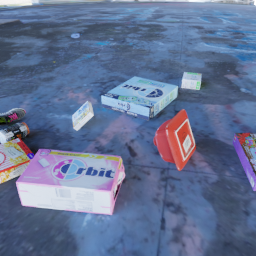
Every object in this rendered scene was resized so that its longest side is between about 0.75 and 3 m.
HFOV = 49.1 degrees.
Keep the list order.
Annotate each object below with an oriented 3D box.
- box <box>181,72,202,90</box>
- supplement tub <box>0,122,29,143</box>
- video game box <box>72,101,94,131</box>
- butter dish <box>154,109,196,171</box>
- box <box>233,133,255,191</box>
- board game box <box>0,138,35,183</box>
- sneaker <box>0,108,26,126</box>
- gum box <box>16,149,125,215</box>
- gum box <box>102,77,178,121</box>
[{"bbox_3d":[3.333,-2.474,14.705,0.949,0.520,1.076,10,33,12],"label":"box"},{"bbox_3d":[-4.150,0.194,10.194,0.599,0.599,0.978,22,38,32],"label":"supplement tub"},{"bbox_3d":[-1.814,-0.501,11.180,0.944,0.243,1.036,-44,31,13],"label":"video game box"},{"bbox_3d":[1.398,0.396,9.288,1.190,1.606,1.610,-7,22,37],"label":"butter dish"},{"bbox_3d":[4.542,1.009,8.934,1.716,0.490,2.508,2,31,3],"label":"box"},{"bbox_3d":[-4.057,1.114,8.801,1.950,0.451,1.477,-23,38,-33],"label":"board game box"},{"bbox_3d":[-4.783,-0.393,11.301,1.330,0.491,0.582,-17,36,-19],"label":"sneaker"},{"bbox_3d":[-1.465,1.451,7.833,2.658,0.879,1.508,4,31,7],"label":"gum box"},{"bbox_3d":[0.595,-1.467,12.894,2.427,0.636,2.856,18,36,27],"label":"gum box"}]
